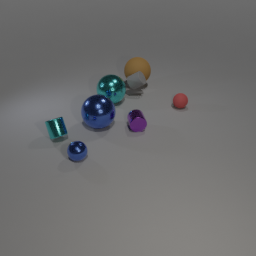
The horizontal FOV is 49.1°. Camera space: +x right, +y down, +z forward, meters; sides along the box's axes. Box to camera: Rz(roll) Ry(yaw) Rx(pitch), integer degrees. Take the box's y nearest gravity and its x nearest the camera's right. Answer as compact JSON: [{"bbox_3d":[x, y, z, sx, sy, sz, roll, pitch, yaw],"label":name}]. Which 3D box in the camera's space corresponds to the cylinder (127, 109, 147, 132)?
[{"bbox_3d":[0.365,-0.299,11.428,0.700,0.700,0.700,-5,32,-8],"label":"cylinder"}]

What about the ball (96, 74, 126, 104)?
[{"bbox_3d":[-0.792,-1.827,13.240,1.400,1.400,1.400,0,32,0],"label":"ball"}]

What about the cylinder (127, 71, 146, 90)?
[{"bbox_3d":[0.418,-2.345,13.817,0.700,0.700,0.700,-22,21,29],"label":"cylinder"}]

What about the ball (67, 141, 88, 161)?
[{"bbox_3d":[-1.748,0.792,9.673,0.700,0.700,0.700,0,32,0],"label":"ball"}]

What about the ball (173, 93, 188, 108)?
[{"bbox_3d":[2.429,-1.266,12.981,0.700,0.700,0.700,0,32,0],"label":"ball"}]

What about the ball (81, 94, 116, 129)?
[{"bbox_3d":[-1.199,-0.662,11.356,1.400,1.400,1.400,0,32,0],"label":"ball"}]

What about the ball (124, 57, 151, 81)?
[{"bbox_3d":[0.497,-2.997,14.661,1.400,1.400,1.400,0,32,0],"label":"ball"}]

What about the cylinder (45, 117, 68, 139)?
[{"bbox_3d":[-2.736,-0.011,10.710,0.700,0.700,0.700,-17,6,2],"label":"cylinder"}]
